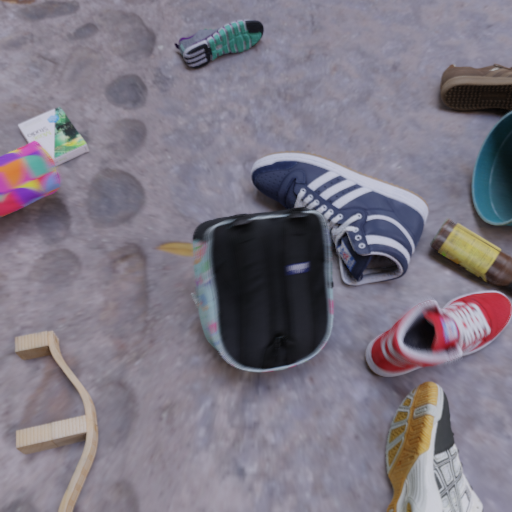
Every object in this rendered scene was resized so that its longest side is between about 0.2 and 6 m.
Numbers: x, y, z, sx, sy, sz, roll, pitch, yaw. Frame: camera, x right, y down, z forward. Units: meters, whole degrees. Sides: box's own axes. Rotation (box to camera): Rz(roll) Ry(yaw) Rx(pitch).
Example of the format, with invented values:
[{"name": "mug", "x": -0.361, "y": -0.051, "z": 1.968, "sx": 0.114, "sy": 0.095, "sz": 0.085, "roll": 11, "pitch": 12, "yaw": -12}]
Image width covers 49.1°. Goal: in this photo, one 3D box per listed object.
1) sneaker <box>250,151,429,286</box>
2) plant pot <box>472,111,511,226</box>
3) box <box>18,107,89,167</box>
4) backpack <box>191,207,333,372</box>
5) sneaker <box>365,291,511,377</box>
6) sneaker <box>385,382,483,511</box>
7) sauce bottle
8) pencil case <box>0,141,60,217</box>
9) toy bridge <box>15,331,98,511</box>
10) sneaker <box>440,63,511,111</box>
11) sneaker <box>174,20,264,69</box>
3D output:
[{"name": "sneaker", "x": 1.152, "y": -0.578, "z": 8.912, "sx": 2.988, "sy": 1.047, "sz": 1.621, "roll": 18, "pitch": 58, "yaw": 8}, {"name": "plant pot", "x": 4.785, "y": -1.274, "z": 9.012, "sx": 1.748, "sy": 1.860, "sz": 1.860, "roll": 9, "pitch": 57, "yaw": -12}, {"name": "box", "x": -3.774, "y": -2.193, "z": 10.414, "sx": 0.874, "sy": 0.220, "sz": 1.211, "roll": -31, "pitch": 64, "yaw": -17}, {"name": "backpack", "x": 0.074, "y": 0.475, "z": 7.759, "sx": 1.877, "sy": 1.592, "sz": 2.114, "roll": -9, "pitch": 92, "yaw": -18}, {"name": "sneaker", "x": 2.742, "y": 0.960, "z": 7.683, "sx": 2.365, "sy": 1.330, "sz": 0.842, "roll": -21, "pitch": 72, "yaw": -13}, {"name": "sneaker", "x": 2.253, "y": 2.829, "z": 7.002, "sx": 1.064, "sy": 0.918, "sz": 2.427, "roll": 21, "pitch": 58, "yaw": -9}, {"name": "sauce bottle", "x": 3.592, "y": 0.089, "z": 8.743, "sx": 1.738, "sy": 0.562, "sz": 0.562, "roll": 36, "pitch": 64, "yaw": 15}, {"name": "pencil case", "x": -4.223, "y": -0.999, "z": 8.952, "sx": 2.171, "sy": 0.960, "sz": 0.960, "roll": -30, "pitch": 62, "yaw": -9}, {"name": "toy bridge", "x": -2.633, "y": 2.372, "z": 7.423, "sx": 0.999, "sy": 0.404, "sz": 2.971, "roll": -11, "pitch": 58, "yaw": -8}, {"name": "sneaker", "x": 4.879, "y": -3.291, "z": 10.705, "sx": 2.610, "sy": 0.919, "sz": 0.986, "roll": 9, "pitch": 55, "yaw": 4}, {"name": "sneaker", "x": -0.778, "y": -4.609, "z": 11.693, "sx": 1.852, "sy": 0.689, "sz": 0.810, "roll": -26, "pitch": 56, "yaw": -15}]
